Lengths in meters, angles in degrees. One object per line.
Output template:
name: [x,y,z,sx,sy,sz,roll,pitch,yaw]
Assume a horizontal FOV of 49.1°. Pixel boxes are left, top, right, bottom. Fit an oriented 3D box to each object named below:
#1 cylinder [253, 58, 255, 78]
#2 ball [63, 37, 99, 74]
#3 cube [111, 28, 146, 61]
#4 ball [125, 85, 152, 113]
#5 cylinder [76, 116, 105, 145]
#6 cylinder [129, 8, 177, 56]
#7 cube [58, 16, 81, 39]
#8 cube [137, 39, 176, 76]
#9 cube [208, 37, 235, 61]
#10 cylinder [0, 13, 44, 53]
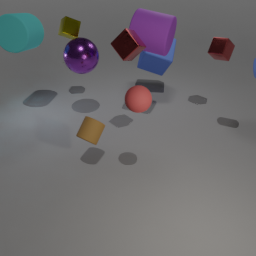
cylinder: [4.690,-2.060,9.492,0.700,0.700,0.700,2,27,36]
ball: [-1.840,-2.840,11.049,1.400,1.400,1.400,0,31,0]
cube: [0.022,-2.608,8.830,0.700,0.700,0.700,53,26,4]
ball: [0.261,-0.740,7.181,0.700,0.700,0.700,0,31,0]
cylinder: [-1.169,0.082,8.817,0.700,0.700,0.700,24,-7,3]
cylinder: [0.894,-3.469,10.167,1.400,1.400,1.400,18,35,13]
cube: [-2.514,-4.274,12.010,0.700,0.700,0.700,11,3,-30]
cube: [1.416,-3.703,13.957,1.400,1.400,1.400,16,68,-10]
cube: [3.837,-3.242,11.521,0.700,0.700,0.700,23,3,44]
cylinder: [-4.245,-3.766,11.034,1.400,1.400,1.400,5,24,8]
